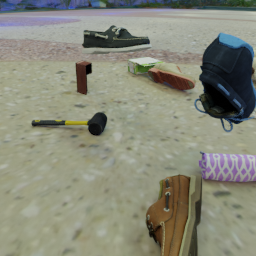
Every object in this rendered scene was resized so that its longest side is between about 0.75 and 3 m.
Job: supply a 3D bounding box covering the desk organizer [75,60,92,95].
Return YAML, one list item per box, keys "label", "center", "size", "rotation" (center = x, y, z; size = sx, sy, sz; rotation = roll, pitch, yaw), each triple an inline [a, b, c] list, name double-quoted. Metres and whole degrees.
- label: "desk organizer"
  center: [-1.780, -2.050, 11.434]
  size: [0.495, 1.286, 0.461]
  rotation: [18, 33, 26]

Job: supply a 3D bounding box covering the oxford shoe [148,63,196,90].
- label: "oxford shoe"
  center: [1.995, -2.376, 12.115]
  size: [0.944, 0.906, 2.559]
  rotation: [-47, 46, -14]

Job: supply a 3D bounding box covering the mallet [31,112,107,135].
- label: "mallet"
  center: [-1.840, -0.213, 8.954]
  size: [2.445, 0.503, 0.805]
  rotation: [4, 29, 16]

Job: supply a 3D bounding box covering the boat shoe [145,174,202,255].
- label: "boat shoe"
  center: [0.764, 1.750, 4.867]
  size: [0.898, 0.950, 2.641]
  rotation: [1, 21, 18]

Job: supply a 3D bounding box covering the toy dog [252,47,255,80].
- label: "toy dog"
  center: [5.870, -2.672, 12.456]
  size: [2.018, 1.452, 2.081]
  rotation: [-5, 31, -12]

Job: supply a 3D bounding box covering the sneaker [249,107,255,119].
- label: "sneaker"
  center: [4.154, -0.747, 9.640]
  size: [1.552, 0.680, 0.587]
  rotation: [4, 27, 5]

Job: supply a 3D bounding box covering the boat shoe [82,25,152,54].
- label: "boat shoe"
  center: [-0.393, -2.254, 7.125]
  size: [2.286, 0.690, 0.864]
  rotation: [9, 17, 37]

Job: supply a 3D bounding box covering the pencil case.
- label: "pencil case"
  center: [2.467, 0.929, 6.617]
  size: [1.557, 0.653, 0.666]
  rotation: [4, -4, 5]

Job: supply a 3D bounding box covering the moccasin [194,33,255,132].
- label: "moccasin"
  center: [1.542, -0.577, 4.747]
  size: [1.008, 2.506, 0.855]
  rotation: [33, 86, 35]

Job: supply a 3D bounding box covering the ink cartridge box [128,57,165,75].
- label: "ink cartridge box"
  center: [0.888, -3.002, 13.769]
  size: [1.236, 0.633, 1.672]
  rotation: [-13, 28, -23]
